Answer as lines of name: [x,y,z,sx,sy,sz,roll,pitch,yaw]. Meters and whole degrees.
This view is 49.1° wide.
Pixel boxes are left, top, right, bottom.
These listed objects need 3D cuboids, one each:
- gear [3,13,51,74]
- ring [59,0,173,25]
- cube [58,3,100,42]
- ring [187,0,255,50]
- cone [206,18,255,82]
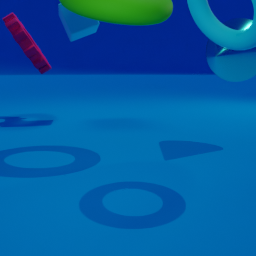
gear: [-3.052,-2.549,8.577,0.348,1.879,1.879,-34,16,-4]
ring: [-0.207,-2.271,4.957,2.027,0.405,2.027,7,34,-5]
cube: [-1.456,-3.207,8.245,0.883,0.883,0.883,-25,8,-11]
ring: [1.201,-1.483,3.354,0.246,1.232,1.232,-41,26,-14]
cone: [1.902,-1.431,5.379,1.291,1.291,1.296,8,21,34]
